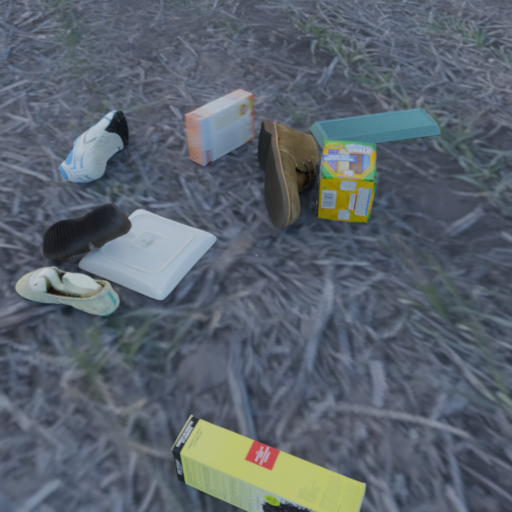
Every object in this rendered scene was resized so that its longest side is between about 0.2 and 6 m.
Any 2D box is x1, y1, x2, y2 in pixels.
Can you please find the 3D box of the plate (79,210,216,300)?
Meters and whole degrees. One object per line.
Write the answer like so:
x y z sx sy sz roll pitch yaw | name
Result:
-1.925 -0.156 10.007 1.834 0.296 1.830 19 46 21 | plate

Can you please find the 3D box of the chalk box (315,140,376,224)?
1.777 -1.581 11.014 1.043 1.048 1.685 6 44 7 | chalk box

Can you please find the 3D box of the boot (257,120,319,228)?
0.747 -1.716 11.189 1.236 1.206 3.276 7 40 -8 | boot

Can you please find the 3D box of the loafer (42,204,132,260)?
-2.915 -0.306 9.686 1.850 0.657 0.676 -16 67 24 | loafer

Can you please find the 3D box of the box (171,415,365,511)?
0.110 2.643 6.541 2.191 0.825 0.549 16 44 18 | box

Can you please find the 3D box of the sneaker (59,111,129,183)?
-3.444 -2.438 12.116 0.909 0.902 2.509 0 38 14 | sneaker

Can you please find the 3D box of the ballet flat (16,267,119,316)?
-3.074 0.446 8.994 1.964 0.612 0.663 10 47 18 | ballet flat

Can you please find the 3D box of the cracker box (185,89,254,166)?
-0.762 -2.843 12.347 0.478 1.110 1.658 31 50 31 | cracker box

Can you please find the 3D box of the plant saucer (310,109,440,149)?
2.812 -3.033 13.211 2.938 0.279 1.027 -10 43 -10 | plant saucer
